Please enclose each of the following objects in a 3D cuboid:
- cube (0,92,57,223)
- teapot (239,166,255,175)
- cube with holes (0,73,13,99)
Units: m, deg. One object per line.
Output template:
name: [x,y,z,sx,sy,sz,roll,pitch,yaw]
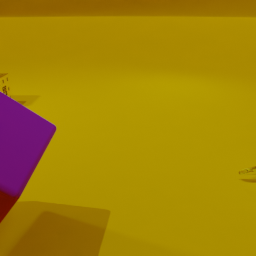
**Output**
cube: [-1.964,0.416,3.462,1.375,1.375,1.375,34,29,-15]
teapot: [2.895,0.531,4.691,0.972,1.234,1.984,12,-29,-38]
cube with holes: [-4.385,-1.173,8.919,0.946,0.946,0.946,0,24,0]
